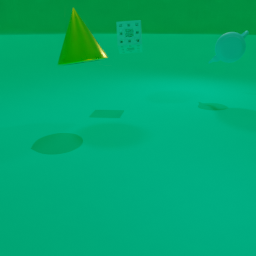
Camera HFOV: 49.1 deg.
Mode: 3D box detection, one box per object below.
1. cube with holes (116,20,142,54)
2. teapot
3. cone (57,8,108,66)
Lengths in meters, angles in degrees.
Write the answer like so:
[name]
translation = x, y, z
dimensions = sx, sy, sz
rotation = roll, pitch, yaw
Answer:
[cube with holes]
translation = 0.068, -3.300, 10.225
dimensions = 0.865, 0.865, 0.865
rotation = -3, -4, 3
[teapot]
translation = 4.007, -3.185, 11.192
dimensions = 1.870, 1.163, 0.916
rotation = -40, 9, 21
[cone]
translation = -1.346, -2.507, 7.586
dimensions = 1.418, 1.424, 1.418
rotation = -8, 13, 2
